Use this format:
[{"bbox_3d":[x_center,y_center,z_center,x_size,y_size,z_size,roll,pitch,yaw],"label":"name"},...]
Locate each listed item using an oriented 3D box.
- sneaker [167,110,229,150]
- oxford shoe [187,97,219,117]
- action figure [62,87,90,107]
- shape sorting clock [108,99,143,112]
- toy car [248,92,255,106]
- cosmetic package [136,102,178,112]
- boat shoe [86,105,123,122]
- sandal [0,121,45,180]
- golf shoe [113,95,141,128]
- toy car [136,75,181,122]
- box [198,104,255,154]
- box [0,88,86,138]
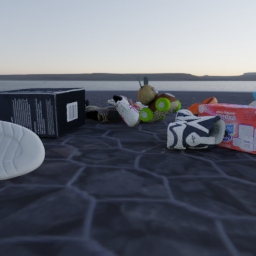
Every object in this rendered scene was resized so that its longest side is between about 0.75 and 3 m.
[{"bbox_3d":[1.983,0.037,7.644,1.447,0.888,2.223,5,11,19],"label":"sneaker"},{"bbox_3d":[2.894,-0.505,11.305,0.833,0.852,2.337,-46,9,-19],"label":"oxford shoe"},{"bbox_3d":[-2.791,-0.993,12.109,2.446,1.454,1.248,3,-28,-31],"label":"action figure"},{"bbox_3d":[0.297,-0.863,12.407,2.458,0.482,2.458,14,5,-1],"label":"shape sorting clock"},{"bbox_3d":[6.640,-1.200,12.980,2.002,1.501,1.752,8,13,40],"label":"toy car"},{"bbox_3d":[1.613,-1.191,15.781,2.052,0.530,1.547,-2,12,-9],"label":"cosmetic package"},{"bbox_3d":[-1.035,-0.482,11.639,1.935,0.721,0.709,2,28,19],"label":"boat shoe"},{"bbox_3d":[-3.018,0.513,5.115,2.945,1.198,0.724,-2,-31,-8],"label":"sandal"},{"bbox_3d":[-0.105,-0.618,10.202,0.809,0.638,1.757,24,20,-32],"label":"golf shoe"},{"bbox_3d":[0.729,-0.972,8.268,1.111,1.408,1.156,-31,-12,26],"label":"toy car"},{"bbox_3d":[3.002,-0.031,7.398,1.026,1.112,2.167,-6,10,-34],"label":"box"},{"bbox_3d":[-2.938,-0.624,9.606,2.303,1.452,2.343,3,12,14],"label":"box"}]
